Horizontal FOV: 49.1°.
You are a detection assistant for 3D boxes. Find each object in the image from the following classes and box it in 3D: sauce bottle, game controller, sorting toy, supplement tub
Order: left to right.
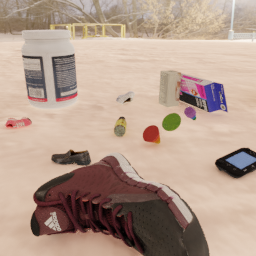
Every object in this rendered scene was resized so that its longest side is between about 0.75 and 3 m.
[{"bbox_3d":[-2.839,-2.169,10.257,1.865,2.658,1.865,0,21,0],"label":"supplement tub"},{"bbox_3d":[-0.208,-0.086,8.111,0.340,0.340,1.052,1,22,2],"label":"sauce bottle"},{"bbox_3d":[1.092,0.007,7.018,1.456,0.501,0.505,-31,45,16],"label":"sorting toy"},{"bbox_3d":[2.469,0.736,6.095,1.235,0.260,0.644,-16,26,-34],"label":"game controller"}]

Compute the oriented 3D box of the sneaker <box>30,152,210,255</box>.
[{"bbox_3d":[-0.387,1.295,3.789,1.722,1.128,2.981,-14,14,-20],"label":"sneaker"}]

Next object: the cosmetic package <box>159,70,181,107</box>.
[{"bbox_3d":[1.549,-1.471,10.419,0.550,1.260,0.651,-9,24,-26],"label":"cosmetic package"}]

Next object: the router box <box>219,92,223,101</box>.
[{"bbox_3d":[3.101,-1.450,11.556,1.139,0.390,1.527,-3,21,-8],"label":"router box"}]

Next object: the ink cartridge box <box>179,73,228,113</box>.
[{"bbox_3d":[2.527,-1.240,9.985,0.428,1.093,2.309,-31,30,-17],"label":"ink cartridge box"}]

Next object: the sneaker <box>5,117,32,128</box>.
[{"bbox_3d":[-3.271,-0.106,8.357,0.795,0.293,0.345,-2,34,6],"label":"sneaker"}]

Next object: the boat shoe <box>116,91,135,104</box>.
[{"bbox_3d":[-0.001,-1.144,10.910,0.385,0.391,1.104,39,32,18],"label":"boat shoe"}]

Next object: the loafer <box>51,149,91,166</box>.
[{"bbox_3d":[-1.284,0.619,6.293,0.914,0.330,0.333,1,22,4],"label":"loafer"}]
